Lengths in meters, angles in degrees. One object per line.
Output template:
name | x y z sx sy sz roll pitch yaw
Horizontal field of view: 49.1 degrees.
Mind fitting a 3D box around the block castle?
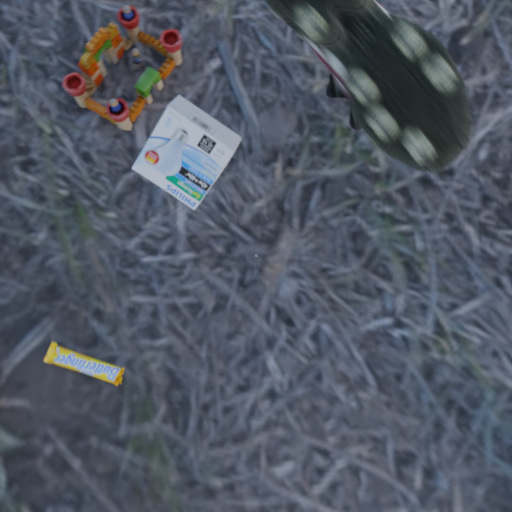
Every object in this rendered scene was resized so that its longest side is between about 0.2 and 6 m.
block castle | -2.397 -3.455 10.187 1.363 0.957 2.040 32 78 8

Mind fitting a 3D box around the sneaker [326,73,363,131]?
sneaker | 1.340 -2.848 8.396 0.906 0.775 2.185 -31 66 32

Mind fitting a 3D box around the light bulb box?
light bulb box | -0.886 -1.316 7.188 0.992 0.625 1.001 33 118 -9

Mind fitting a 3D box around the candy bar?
candy bar | -2.817 1.799 9.248 1.366 0.151 0.341 18 77 5

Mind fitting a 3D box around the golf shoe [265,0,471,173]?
golf shoe | 1.395 -2.287 6.471 1.152 1.315 2.986 -38 87 21
